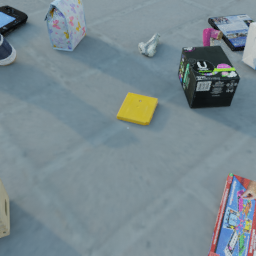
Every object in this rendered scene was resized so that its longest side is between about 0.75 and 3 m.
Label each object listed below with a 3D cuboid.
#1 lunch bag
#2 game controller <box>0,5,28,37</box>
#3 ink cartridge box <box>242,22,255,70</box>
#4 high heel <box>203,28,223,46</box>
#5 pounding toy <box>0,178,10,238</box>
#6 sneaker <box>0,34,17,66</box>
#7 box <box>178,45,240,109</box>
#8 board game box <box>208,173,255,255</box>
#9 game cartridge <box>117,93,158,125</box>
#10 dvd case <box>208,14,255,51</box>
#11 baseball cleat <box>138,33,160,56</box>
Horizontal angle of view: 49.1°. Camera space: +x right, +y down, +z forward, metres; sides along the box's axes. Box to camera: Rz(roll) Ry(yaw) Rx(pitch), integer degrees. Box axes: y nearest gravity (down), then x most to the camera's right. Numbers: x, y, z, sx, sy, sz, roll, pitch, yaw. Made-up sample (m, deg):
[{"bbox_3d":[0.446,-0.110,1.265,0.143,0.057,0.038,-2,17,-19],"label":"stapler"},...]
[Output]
[{"bbox_3d":[-2.104,-3.652,9.433,1.024,1.611,1.366,12,49,11],"label":"lunch bag"},{"bbox_3d":[-4.922,-3.778,10.297,1.329,0.536,2.547,22,51,19],"label":"game controller"},{"bbox_3d":[4.761,-2.664,8.689,2.149,1.237,0.729,-12,39,-14],"label":"ink cartridge box"},{"bbox_3d":[2.385,-2.442,8.725,0.455,1.350,0.648,7,16,-44],"label":"high heel"},{"bbox_3d":[-2.755,1.724,5.039,1.111,0.858,1.207,-15,38,-14],"label":"pounding toy"},{"bbox_3d":[-5.029,-2.759,8.511,2.852,1.547,0.999,8,71,6],"label":"sneaker"},{"bbox_3d":[2.159,-1.442,7.775,1.180,0.987,1.589,-3,46,-4],"label":"box"},{"bbox_3d":[2.209,1.883,5.190,1.108,0.209,2.152,19,50,16],"label":"board game box"},{"bbox_3d":[0.263,-0.516,7.499,0.873,0.161,0.990,14,51,13],"label":"game cartridge"},{"bbox_3d":[4.115,-3.561,10.325,1.608,0.198,2.254,-9,48,-7],"label":"dvd case"},{"bbox_3d":[0.716,-2.905,9.547,0.656,0.430,1.232,10,47,9],"label":"baseball cleat"}]
